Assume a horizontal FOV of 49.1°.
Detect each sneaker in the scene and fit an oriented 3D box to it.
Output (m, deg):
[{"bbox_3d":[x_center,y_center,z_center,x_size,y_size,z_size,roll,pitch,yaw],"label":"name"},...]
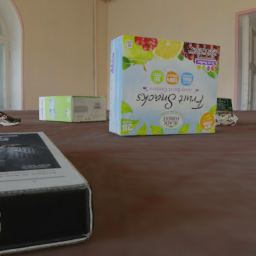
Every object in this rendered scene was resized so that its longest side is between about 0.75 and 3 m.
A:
[{"bbox_3d":[-4.196,-0.323,9.418,1.101,0.475,0.442,-1,6,-19],"label":"sneaker"}]

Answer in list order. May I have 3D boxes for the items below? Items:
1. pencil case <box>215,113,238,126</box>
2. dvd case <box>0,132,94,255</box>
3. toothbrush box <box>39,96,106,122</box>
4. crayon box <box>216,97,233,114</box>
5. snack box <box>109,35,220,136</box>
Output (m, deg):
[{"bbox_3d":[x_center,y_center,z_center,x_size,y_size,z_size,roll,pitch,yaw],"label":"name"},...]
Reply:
[{"bbox_3d":[2.992,-0.286,9.161,1.118,0.435,0.500,-1,2,-16],"label":"pencil case"},{"bbox_3d":[-1.599,0.315,2.220,2.058,0.339,2.738,-1,5,-21],"label":"dvd case"},{"bbox_3d":[-2.402,-0.833,12.081,2.495,1.074,1.817,2,5,45],"label":"toothbrush box"},{"bbox_3d":[2.499,-0.617,9.842,1.210,0.496,1.925,1,-11,-27],"label":"crayon box"},{"bbox_3d":[0.854,-0.910,6.475,2.480,2.091,0.839,0,7,-21],"label":"snack box"}]
